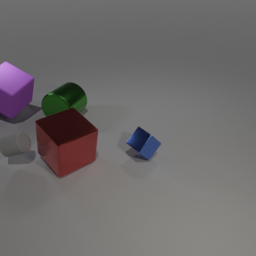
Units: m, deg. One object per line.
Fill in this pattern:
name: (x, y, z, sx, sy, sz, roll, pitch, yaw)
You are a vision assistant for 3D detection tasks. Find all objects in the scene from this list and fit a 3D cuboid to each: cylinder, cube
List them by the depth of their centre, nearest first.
cylinder: (-3.571, 0.517, 8.871, 0.700, 0.700, 0.700, -15, 27, 14)
cube: (-1.948, 0.432, 8.925, 1.400, 1.400, 1.400, -25, 50, -36)
cube: (0.525, 0.504, 9.270, 0.700, 0.700, 0.700, -53, 46, -1)
cube: (-4.839, -1.530, 11.353, 1.400, 1.400, 1.400, 30, 47, 2)
cylinder: (-2.642, -1.040, 11.758, 1.400, 1.400, 1.400, 11, 32, 19)
